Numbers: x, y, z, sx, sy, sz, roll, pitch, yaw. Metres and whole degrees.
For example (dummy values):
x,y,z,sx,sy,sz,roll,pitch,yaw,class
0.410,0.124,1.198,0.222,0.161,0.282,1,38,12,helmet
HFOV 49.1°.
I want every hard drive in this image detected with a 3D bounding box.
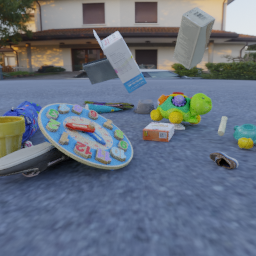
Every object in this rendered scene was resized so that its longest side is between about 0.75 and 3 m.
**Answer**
x,y,z,sx,sy,sz,roll,pitch,yaw,class
-1.190,-2.969,14.276,1.830,1.277,0.301,-14,50,7,hard drive

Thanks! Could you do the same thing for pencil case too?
x,y,z,sx,sy,sz,roll,pitch,yaw,class
-3.844,-0.297,10.286,1.122,1.249,2.876,-4,13,-7,pencil case

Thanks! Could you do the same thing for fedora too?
x,y,z,sx,sy,sz,roll,pitch,yaw,class
0.969,-1.223,15.507,1.362,0.695,1.540,2,13,7,fedora

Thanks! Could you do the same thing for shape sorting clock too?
x,y,z,sx,sy,sz,roll,pitch,yaw,class
-1.038,0.109,7.416,2.678,0.525,2.678,25,28,-14,shape sorting clock

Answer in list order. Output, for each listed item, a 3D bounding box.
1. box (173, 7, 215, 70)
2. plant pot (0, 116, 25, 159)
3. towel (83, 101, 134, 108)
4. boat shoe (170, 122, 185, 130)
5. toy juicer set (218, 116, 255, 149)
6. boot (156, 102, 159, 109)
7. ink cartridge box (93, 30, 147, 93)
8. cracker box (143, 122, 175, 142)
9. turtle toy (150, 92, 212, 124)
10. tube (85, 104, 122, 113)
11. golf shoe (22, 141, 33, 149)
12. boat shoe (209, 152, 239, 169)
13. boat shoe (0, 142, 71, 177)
x,y,z,sx,sy,sz,roll,pitch,yaw,class
2.048,-2.791,8.873,0.657,1.691,0.803,-35,65,-22,box
-3.475,0.318,7.799,1.211,1.139,1.211,0,13,0,plant pot
-1.079,-1.395,16.482,2.632,0.300,1.890,5,4,25,towel
2.050,-0.131,11.639,0.315,0.300,0.876,-5,14,-21,boat shoe
3.859,0.317,9.280,2.265,0.616,1.441,20,38,40,toy juicer set
2.039,-1.045,14.909,0.852,0.656,1.783,7,19,-3,boot
-0.342,-3.070,11.981,0.946,2.789,1.606,-30,29,7,ink cartridge box
1.152,0.123,10.305,0.927,0.399,1.383,4,13,17,cracker box
2.314,-0.845,11.839,2.606,1.317,1.899,9,6,44,turtle toy
-1.354,-1.044,15.367,1.962,0.495,0.760,-1,11,-29,tube
-2.843,0.676,8.105,0.480,0.379,1.043,10,17,-17,golf shoe
2.465,0.845,7.393,0.311,0.310,0.858,-11,17,-33,boat shoe
-2.021,0.758,7.080,0.926,0.789,2.769,-1,16,32,boat shoe
